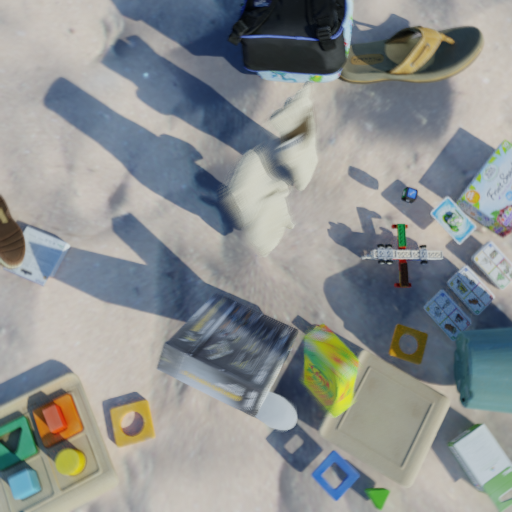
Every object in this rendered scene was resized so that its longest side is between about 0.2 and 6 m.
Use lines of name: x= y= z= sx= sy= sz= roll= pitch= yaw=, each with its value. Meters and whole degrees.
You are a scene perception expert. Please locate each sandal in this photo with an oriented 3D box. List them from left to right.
sandal: x=3.268 y=-4.459 z=12.134 sx=3.208 sy=0.866 sz=1.288 roll=-2 pitch=66 yaw=11

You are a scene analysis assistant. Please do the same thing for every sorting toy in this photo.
sorting toy: x=-3.815 y=3.502 z=10.004 sx=3.994 sy=0.544 sz=2.249 roll=-26 pitch=74 yaw=-8
sorting toy: x=2.332 y=2.929 z=10.256 sx=1.930 sy=0.467 sz=3.428 roll=31 pitch=75 yaw=5

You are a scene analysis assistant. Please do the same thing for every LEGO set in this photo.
LEGO set: x=3.565 y=0.014 z=11.251 sx=2.083 sy=0.684 sz=2.788 roll=-42 pitch=88 yaw=-13

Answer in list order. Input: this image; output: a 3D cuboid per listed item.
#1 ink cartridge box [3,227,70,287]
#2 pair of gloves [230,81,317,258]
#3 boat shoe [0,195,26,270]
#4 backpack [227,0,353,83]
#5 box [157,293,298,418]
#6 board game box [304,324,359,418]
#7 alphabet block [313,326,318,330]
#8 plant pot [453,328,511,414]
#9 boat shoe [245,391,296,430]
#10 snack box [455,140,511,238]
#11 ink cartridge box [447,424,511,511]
ink cartridge box: x=-4.419 y=0.027 z=11.290 sx=0.975 sy=0.215 sz=0.994 roll=22 pitch=76 yaw=9
pair of gloves: x=0.521 y=-1.508 z=10.449 sx=0.502 sy=2.435 sz=2.864 roll=16 pitch=62 yaw=24
boat shoe: x=-5.104 y=-0.425 z=11.248 sx=0.661 sy=0.663 sz=1.791 roll=-7 pitch=61 yaw=-38
backpack: x=0.886 y=-5.071 z=11.959 sx=2.387 sy=1.917 sz=2.608 roll=6 pitch=69 yaw=13
box: x=-0.405 y=1.617 z=9.758 sx=1.793 sy=2.264 sz=0.547 roll=23 pitch=114 yaw=9
board game box: x=1.189 y=1.906 z=9.149 sx=0.392 sy=1.645 sz=0.836 roll=-32 pitch=56 yaw=-20
alphabet block: x=1.178 y=1.514 z=10.816 sx=0.227 sy=0.222 sz=0.223 roll=39 pitch=74 yaw=12
plant pot: x=4.558 y=2.035 z=9.932 sx=1.809 sy=1.847 sz=1.847 roll=-1 pitch=72 yaw=9
boat shoe: x=-0.032 y=2.662 z=10.254 sx=1.643 sy=0.465 sz=0.564 roll=27 pitch=75 yaw=-1
snack box: x=5.139 y=-1.401 z=11.619 sx=1.219 sy=0.454 sz=1.715 roll=37 pitch=76 yaw=11
ink cartridge box: x=4.125 y=3.766 z=10.000 sx=0.691 sy=0.395 sz=1.331 roll=-30 pitch=75 yaw=-9
